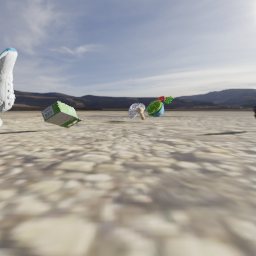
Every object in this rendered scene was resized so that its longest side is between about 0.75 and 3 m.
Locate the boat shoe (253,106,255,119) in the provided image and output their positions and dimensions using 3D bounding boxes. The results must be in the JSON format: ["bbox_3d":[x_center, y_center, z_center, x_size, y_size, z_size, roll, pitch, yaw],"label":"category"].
[{"bbox_3d":[3.367,-0.321,7.079,0.995,0.354,0.311,11,-39,-46],"label":"boat shoe"}]

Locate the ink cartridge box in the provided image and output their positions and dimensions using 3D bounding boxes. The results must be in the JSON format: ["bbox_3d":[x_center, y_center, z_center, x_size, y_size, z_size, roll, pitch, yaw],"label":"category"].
[{"bbox_3d":[-1.741,-0.324,7.495,0.554,0.316,1.067,-30,-20,14],"label":"ink cartridge box"}]

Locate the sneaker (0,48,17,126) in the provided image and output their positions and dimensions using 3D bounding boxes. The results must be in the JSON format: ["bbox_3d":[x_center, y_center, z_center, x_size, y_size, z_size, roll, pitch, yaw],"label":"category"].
[{"bbox_3d":[-3.565,-1.090,7.786,0.957,2.370,0.907,26,15,-22],"label":"sneaker"}]

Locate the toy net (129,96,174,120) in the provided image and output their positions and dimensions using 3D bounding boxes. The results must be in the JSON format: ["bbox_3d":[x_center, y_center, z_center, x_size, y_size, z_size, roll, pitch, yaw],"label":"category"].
[{"bbox_3d":[0.818,-0.991,12.690,0.507,1.377,2.626,44,-24,-28],"label":"toy net"}]
